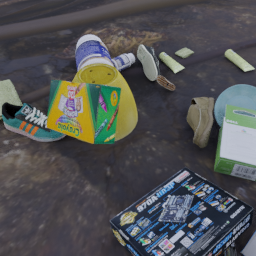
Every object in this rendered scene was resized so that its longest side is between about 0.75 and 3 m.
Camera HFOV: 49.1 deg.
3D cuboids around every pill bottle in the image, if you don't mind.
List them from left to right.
[{"bbox_3d":[-1.504,-2.914,12.178,1.517,1.517,2.622,-9,45,-9],"label":"pill bottle"},{"bbox_3d":[-0.261,-3.025,12.917,1.179,0.655,0.655,-31,52,-28],"label":"pill bottle"}]

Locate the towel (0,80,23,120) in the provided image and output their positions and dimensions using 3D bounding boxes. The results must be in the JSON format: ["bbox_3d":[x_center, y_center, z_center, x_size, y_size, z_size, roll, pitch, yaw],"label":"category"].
[{"bbox_3d":[-5.203,-1.094,11.078,1.762,0.433,2.375,-20,47,-20],"label":"towel"}]

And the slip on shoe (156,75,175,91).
[{"bbox_3d":[1.558,-1.872,11.717,0.918,0.349,0.278,29,0,-11],"label":"slip on shoe"}]

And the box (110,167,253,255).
[{"bbox_3d":[1.306,2.345,6.970,2.807,0.646,2.231,-29,36,-27],"label":"box"}]

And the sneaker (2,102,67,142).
[{"bbox_3d":[-3.347,-0.260,9.798,2.515,1.005,0.898,12,45,12],"label":"sneaker"}]

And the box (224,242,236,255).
[{"bbox_3d":[2.428,3.191,6.615,0.152,0.483,0.878,7,44,5],"label":"box"}]

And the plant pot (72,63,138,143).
[{"bbox_3d":[-1.013,-1.094,9.979,2.760,1.959,2.760,0,45,0],"label":"plant pot"}]

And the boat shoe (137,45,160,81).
[{"bbox_3d":[1.098,-3.013,12.801,0.802,0.851,2.371,6,44,-23],"label":"boat shoe"}]

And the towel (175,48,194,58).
[{"bbox_3d":[2.829,-3.778,14.051,0.848,0.155,0.629,-32,52,-29],"label":"towel"}]

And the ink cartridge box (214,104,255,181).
[{"bbox_3d":[3.717,0.407,9.261,1.341,0.766,2.582,13,46,12],"label":"ink cartridge box"}]

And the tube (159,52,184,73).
[{"bbox_3d":[2.003,-3.072,13.223,0.371,0.414,1.427,9,32,-47],"label":"tube"}]

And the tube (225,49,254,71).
[{"bbox_3d":[5.239,-3.166,13.294,0.458,0.410,1.578,-43,52,12],"label":"tube"}]

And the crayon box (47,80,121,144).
[{"bbox_3d":[-1.334,-0.519,7.890,0.729,1.487,2.504,1,9,-44],"label":"crayon box"}]

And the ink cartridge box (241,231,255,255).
[{"bbox_3d":[4.268,2.357,6.534,1.789,1.758,2.430,35,54,30],"label":"ink cartridge box"}]

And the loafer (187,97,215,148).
[{"bbox_3d":[2.508,-0.258,9.901,0.879,0.991,2.606,11,35,13],"label":"loafer"}]

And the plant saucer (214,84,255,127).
[{"bbox_3d":[4.055,-0.616,10.060,1.857,1.857,0.357,13,2,13],"label":"plant saucer"}]
